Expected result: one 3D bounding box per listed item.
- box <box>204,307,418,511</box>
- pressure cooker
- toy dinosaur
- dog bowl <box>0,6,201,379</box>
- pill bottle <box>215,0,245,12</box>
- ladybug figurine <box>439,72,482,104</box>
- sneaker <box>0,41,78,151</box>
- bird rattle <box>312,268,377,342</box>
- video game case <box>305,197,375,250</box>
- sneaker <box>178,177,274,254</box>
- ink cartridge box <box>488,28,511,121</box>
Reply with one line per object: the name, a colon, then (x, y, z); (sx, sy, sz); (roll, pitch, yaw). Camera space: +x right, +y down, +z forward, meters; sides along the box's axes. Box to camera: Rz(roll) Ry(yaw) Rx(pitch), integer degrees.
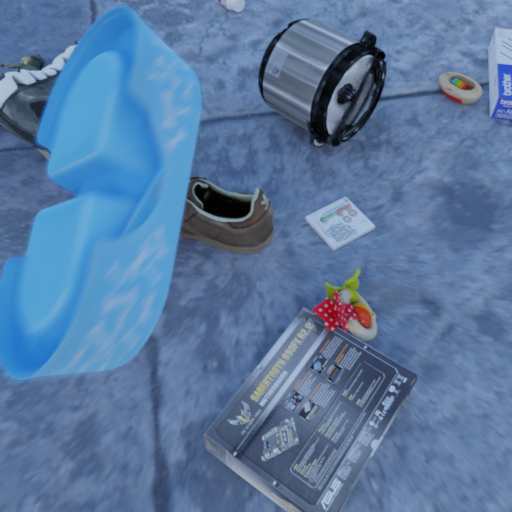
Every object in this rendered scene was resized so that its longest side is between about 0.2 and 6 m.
box: (0.699, 1.929, 6.910); (1.740, 0.531, 2.197); (29, 58, 20)
pressure cooker: (1.254, -3.001, 9.877); (2.012, 1.769, 1.797); (37, 64, 28)
toy dinosaur: (-4.594, -2.924, 10.519); (1.377, 0.741, 3.124); (-9, 56, -15)
dog bowl: (-1.512, -0.571, 5.508); (2.017, 0.897, 3.618); (-7, 69, 47)
pill bottle: (-0.611, -5.939, 12.932); (0.427, 0.427, 0.760); (-33, 60, -22)
ladybug figurine: (3.960, -3.267, 10.966); (0.633, 0.336, 0.933); (-31, 59, -21)
sneaker: (-3.258, -2.874, 10.236); (1.573, 1.155, 3.476); (41, 41, -5)
bird rattle: (1.320, 0.729, 7.589); (0.959, 0.663, 1.177); (45, 22, -11)
video game case: (1.351, -0.536, 9.051); (0.839, 0.099, 0.764); (-27, 58, -19)
sneaker: (-1.196, -0.836, 8.626); (3.007, 1.136, 1.059); (6, 53, 4)
ink cartridge box: (5.262, -3.597, 11.093); (1.130, 0.531, 2.403); (10, 54, 8)
